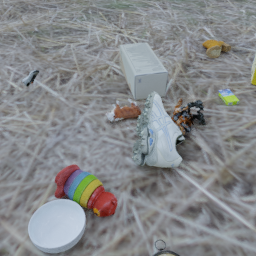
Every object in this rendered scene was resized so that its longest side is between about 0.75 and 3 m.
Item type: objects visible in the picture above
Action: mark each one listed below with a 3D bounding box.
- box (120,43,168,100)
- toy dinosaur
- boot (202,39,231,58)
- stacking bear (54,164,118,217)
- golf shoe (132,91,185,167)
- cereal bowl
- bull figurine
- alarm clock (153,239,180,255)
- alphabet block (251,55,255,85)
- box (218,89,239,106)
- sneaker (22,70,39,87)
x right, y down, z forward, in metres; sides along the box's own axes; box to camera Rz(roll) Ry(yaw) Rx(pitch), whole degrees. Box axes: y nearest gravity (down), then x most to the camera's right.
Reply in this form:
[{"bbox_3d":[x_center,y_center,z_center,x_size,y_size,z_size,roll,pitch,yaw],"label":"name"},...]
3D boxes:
[{"bbox_3d":[0.547,-2.360,11.257,1.318,1.079,2.775,-7,40,-9],"label":"box"},{"bbox_3d":[1.898,-0.485,9.259,1.163,0.875,1.713,-12,60,10],"label":"toy dinosaur"},{"bbox_3d":[4.039,-3.900,13.639,1.703,0.599,1.219,-21,38,-29],"label":"boot"},{"bbox_3d":[-0.925,1.575,6.718,1.485,0.902,0.845,29,41,20],"label":"stacking bear"},{"bbox_3d":[0.989,0.066,8.551,1.437,1.157,2.955,16,45,-7],"label":"golf shoe"},{"bbox_3d":[-1.518,2.192,6.136,1.207,0.502,1.207,1,39,-1],"label":"cereal bowl"},{"bbox_3d":[-0.186,-0.586,9.565,1.241,0.404,0.753,-6,63,-15],"label":"bull figurine"},{"bbox_3d":[0.751,2.754,5.551,0.773,0.381,1.146,-5,41,-6],"label":"alarm clock"},{"bbox_3d":[5.916,-2.607,11.267,1.509,1.501,1.537,12,39,17],"label":"alphabet block"},{"bbox_3d":[3.748,-1.155,10.480,0.479,0.187,0.786,-9,42,-10],"label":"box"},{"bbox_3d":[-3.656,-1.900,10.682,0.337,0.850,0.314,58,22,13],"label":"sneaker"}]
